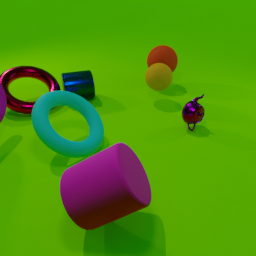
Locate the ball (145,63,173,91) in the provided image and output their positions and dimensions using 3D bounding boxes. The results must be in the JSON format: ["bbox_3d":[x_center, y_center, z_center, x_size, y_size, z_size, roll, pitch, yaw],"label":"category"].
[{"bbox_3d":[0.964,-1.589,8.748,0.857,0.857,0.857,0,32,0],"label":"ball"}]

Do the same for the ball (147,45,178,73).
[{"bbox_3d":[1.200,-2.343,9.808,1.083,1.083,1.083,0,32,0],"label":"ball"}]

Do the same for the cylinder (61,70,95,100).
[{"bbox_3d":[-1.619,-1.355,9.054,0.936,0.936,0.936,-10,33,-15],"label":"cylinder"}]

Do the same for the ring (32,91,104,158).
[{"bbox_3d":[-1.375,-0.122,6.647,1.811,0.362,1.811,23,45,-26],"label":"ring"}]

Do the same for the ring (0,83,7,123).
[{"bbox_3d":[-3.532,-0.738,6.491,0.340,1.698,1.698,-13,27,21],"label":"ring"}]

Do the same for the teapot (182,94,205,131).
[{"bbox_3d":[1.791,-0.430,7.502,0.655,1.053,0.516,4,12,-39],"label":"teapot"}]

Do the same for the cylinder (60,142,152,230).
[{"bbox_3d":[-0.348,0.961,4.631,1.110,1.110,1.110,-28,28,17],"label":"cylinder"}]

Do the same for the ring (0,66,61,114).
[{"bbox_3d":[-3.072,-1.213,8.703,1.929,0.386,1.929,11,50,-14],"label":"ring"}]
